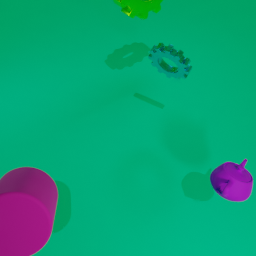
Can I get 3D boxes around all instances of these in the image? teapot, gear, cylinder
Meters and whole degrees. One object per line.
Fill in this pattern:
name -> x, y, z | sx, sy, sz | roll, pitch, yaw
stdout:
teapot -> 2.058, 0.971, 5.436 | 0.811, 0.639, 1.305 | 33, 32, 22
gear -> 0.465, -3.838, 7.163 | 1.990, 1.990, 0.368 | -30, 55, -23
gear -> 1.004, -1.579, 6.735 | 1.074, 1.074, 0.199 | 27, 74, 21
cylinder -> -1.536, 1.170, 4.028 | 0.963, 0.963, 0.963 | -9, 14, -7
